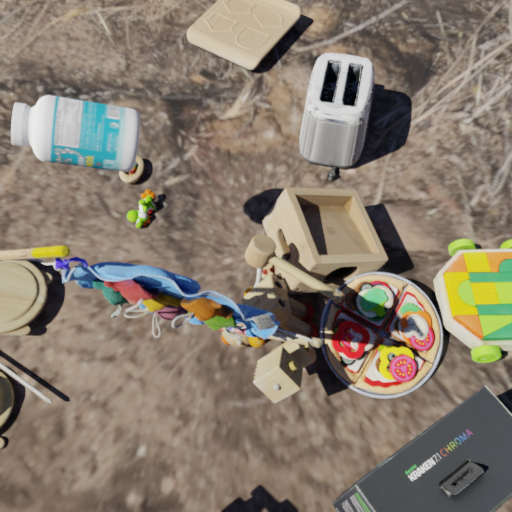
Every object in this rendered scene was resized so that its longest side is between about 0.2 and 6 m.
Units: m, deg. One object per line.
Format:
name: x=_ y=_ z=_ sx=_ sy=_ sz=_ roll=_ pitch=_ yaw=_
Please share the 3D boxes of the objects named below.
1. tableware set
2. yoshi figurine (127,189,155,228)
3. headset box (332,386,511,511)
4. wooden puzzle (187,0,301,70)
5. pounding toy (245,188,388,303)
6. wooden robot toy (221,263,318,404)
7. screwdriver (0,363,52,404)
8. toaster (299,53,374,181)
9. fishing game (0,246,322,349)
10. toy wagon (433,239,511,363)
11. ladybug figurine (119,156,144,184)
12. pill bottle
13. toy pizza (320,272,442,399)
tableware set: x=-4.952 y=1.366 z=8.535 sx=2.981 sy=0.414 sz=3.568 roll=8 pitch=60 yaw=-8
yoshi figurine: x=-2.096 y=-0.854 z=10.079 sx=0.400 sy=0.401 sz=0.714 roll=4 pitch=62 yaw=20
headset box: x=2.149 y=2.806 z=6.892 sx=2.005 sy=2.303 sz=1.068 roll=-30 pitch=65 yaw=-16
wooden puzzle: x=-0.257 y=-5.035 z=12.391 sx=1.836 sy=0.459 sz=1.982 roll=29 pitch=69 yaw=16
pounding toy: x=0.767 y=0.045 z=8.813 sx=2.326 sy=1.064 sz=2.043 roll=-2 pitch=58 yaw=-29
wooden robot toy: x=0.094 y=1.163 z=8.659 sx=1.326 sy=1.287 sz=2.922 roll=-36 pitch=34 yaw=23
screwdriver: x=-4.138 y=1.504 z=8.656 sx=2.682 sy=0.390 sz=0.374 roll=24 pitch=23 yaw=19
toaster: x=1.497 y=-2.699 z=10.479 sx=1.267 sy=1.441 sz=2.230 roll=11 pitch=61 yaw=7
fishing game: x=-0.926 y=0.615 z=6.078 sx=2.501 sy=3.493 sz=0.543 roll=1 pitch=72 yaw=43
toy wagon: x=4.304 y=0.661 z=9.115 sx=2.658 sy=0.526 sz=2.062 roll=-1 pitch=61 yaw=-1
ladybug figurine: x=-2.335 y=-1.612 z=10.560 sx=0.437 sy=0.231 sz=0.644 roll=11 pitch=61 yaw=6
pill bottle: x=-2.172 y=-1.487 z=6.790 sx=1.425 sy=0.789 sz=0.789 roll=5 pitch=59 yaw=-18
toy pizza: x=1.956 y=1.195 z=8.624 sx=1.950 sy=0.309 sz=1.950 roll=1 pitch=78 yaw=-5
